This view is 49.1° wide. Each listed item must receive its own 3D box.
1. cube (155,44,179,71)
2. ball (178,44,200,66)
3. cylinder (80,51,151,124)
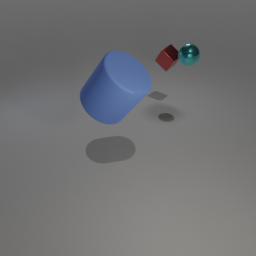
[{"bbox_3d":[1.727,-2.991,11.948,0.700,0.700,0.700,46,56,6],"label":"cube"},{"bbox_3d":[1.989,-2.379,9.126,0.700,0.700,0.700,0,32,0],"label":"ball"},{"bbox_3d":[-0.341,-1.029,7.315,1.400,1.400,1.400,21,47,-25],"label":"cylinder"}]
